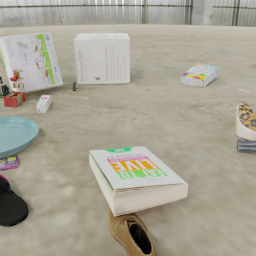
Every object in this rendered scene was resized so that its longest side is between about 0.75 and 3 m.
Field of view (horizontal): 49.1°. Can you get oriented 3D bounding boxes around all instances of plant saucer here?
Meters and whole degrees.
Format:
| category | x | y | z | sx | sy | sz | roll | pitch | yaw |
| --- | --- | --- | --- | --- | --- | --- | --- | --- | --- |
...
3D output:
| category | x | y | z | sx | sy | sz | roll | pitch | yaw |
| --- | --- | --- | --- | --- | --- | --- | --- | --- | --- |
| plant saucer | -4.244 | 0.324 | 8.936 | 2.730 | 0.374 | 2.730 | 0 | 26 | 0 |

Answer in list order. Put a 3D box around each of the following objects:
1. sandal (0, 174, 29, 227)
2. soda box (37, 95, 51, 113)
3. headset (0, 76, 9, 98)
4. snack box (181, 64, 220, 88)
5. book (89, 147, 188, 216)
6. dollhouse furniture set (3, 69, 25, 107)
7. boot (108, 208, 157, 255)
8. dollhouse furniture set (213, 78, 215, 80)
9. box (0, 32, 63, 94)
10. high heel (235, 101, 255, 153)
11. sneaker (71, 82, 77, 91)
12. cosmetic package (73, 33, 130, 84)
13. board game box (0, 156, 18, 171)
| category | x | y | z | sx | sy | sz | roll | pitch | yaw |
| --- | --- | --- | --- | --- | --- | --- | --- | --- | --- |
| sandal | -3.146 | 1.386 | 6.467 | 2.479 | 0.559 | 0.931 | 20 | 32 | 35 |
| soda box | -3.500 | -1.007 | 11.659 | 0.345 | 0.369 | 1.084 | 2 | 28 | -5 |
| headset | -6.092 | -1.916 | 13.327 | 0.813 | 0.619 | 1.317 | -3 | 37 | -14 |
| snack box | 3.922 | -2.876 | 15.172 | 1.350 | 0.503 | 1.899 | 21 | 43 | 36 |
| book | 0.112 | 1.088 | 6.811 | 1.667 | 0.600 | 2.495 | -4 | 16 | -18 |
| dollhouse furniture set | -4.870 | -1.695 | 11.919 | 0.601 | 1.477 | 0.795 | 8 | 25 | 7 |
| boot | 0.078 | 1.877 | 5.263 | 0.702 | 0.719 | 1.907 | -12 | 24 | -17 |
| dollhouse furniture set | 4.668 | -3.106 | 15.985 | 0.709 | 0.502 | 0.772 | 17 | 30 | 32 |
| box | -4.565 | -3.042 | 13.228 | 2.248 | 2.548 | 1.232 | -19 | 13 | -30 |
| high heel | 4.413 | -0.065 | 8.979 | 1.795 | 0.899 | 2.518 | 1 | 41 | 17 |
| sneaker | -2.706 | -2.093 | 14.050 | 0.303 | 0.332 | 0.821 | -4 | 26 | -8 |
| cosmetic package | -1.349 | -3.838 | 15.333 | 2.823 | 2.363 | 2.348 | -2 | 27 | -3 |
| board game box | -3.516 | 1.015 | 7.775 | 0.865 | 0.140 | 0.519 | -8 | 23 | -17 |
